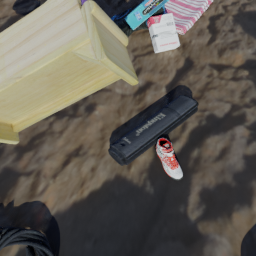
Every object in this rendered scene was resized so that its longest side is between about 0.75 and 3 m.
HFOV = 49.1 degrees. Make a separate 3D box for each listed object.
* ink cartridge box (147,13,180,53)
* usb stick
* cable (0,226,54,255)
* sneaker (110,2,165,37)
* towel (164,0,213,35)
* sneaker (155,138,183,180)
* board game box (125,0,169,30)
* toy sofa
[{"bbox_3d":[1.201,-3.199,9.492,0.811,0.472,1.120,-15,92,-9],"label":"ink cartridge box"},{"bbox_3d":[0.754,-0.013,7.671,2.884,0.470,0.800,-35,49,-21],"label":"usb stick"},{"bbox_3d":[-2.513,3.168,5.664,1.815,0.565,2.225,14,56,3],"label":"cable"},{"bbox_3d":[0.077,-3.836,9.817,2.723,0.997,1.115,-33,47,-15],"label":"sneaker"},{"bbox_3d":[1.932,-4.746,10.858,1.958,0.400,2.676,30,62,17],"label":"towel"},{"bbox_3d":[1.052,0.768,7.125,0.370,0.594,1.109,-22,60,-14],"label":"sneaker"},{"bbox_3d":[0.819,-3.636,7.941,1.805,0.424,1.363,-32,20,26],"label":"board game box"},{"bbox_3d":[-1.462,-0.936,4.790,2.987,1.237,1.458,-24,72,19],"label":"toy sofa"}]
